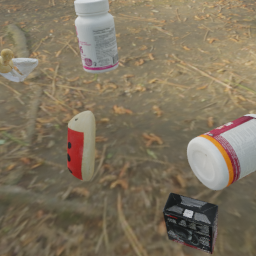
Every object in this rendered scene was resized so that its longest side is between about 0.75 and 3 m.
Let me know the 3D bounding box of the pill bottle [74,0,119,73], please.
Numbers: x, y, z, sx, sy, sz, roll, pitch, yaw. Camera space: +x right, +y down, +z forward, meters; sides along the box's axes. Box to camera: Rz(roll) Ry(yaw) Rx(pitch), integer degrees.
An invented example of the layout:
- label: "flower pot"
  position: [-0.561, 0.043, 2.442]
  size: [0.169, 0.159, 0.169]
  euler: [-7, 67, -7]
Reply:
- label: "pill bottle"
  position: [-0.883, -2.595, 7.858]
  size: [1.068, 1.884, 1.068]
  euler: [-5, 32, 3]

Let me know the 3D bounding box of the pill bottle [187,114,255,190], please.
- label: "pill bottle"
  position: [2.172, 0.347, 5.344]
  size: [1.885, 1.033, 1.033]
  euler: [-22, 45, -19]

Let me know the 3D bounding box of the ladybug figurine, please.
- label: "ladybug figurine"
  position: [-0.803, 0.328, 4.795]
  size: [0.453, 1.260, 0.855]
  euler: [1, 10, -10]

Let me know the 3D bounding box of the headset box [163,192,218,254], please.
- label: "headset box"
  position: [1.018, 1.555, 4.481]
  size: [0.758, 1.019, 0.394]
  euler: [10, 48, 27]

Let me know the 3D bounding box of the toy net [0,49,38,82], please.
- label: "toy net"
  position: [-2.787, -1.149, 5.283]
  size: [1.526, 0.562, 2.909]
  euler: [-2, 4, 12]
